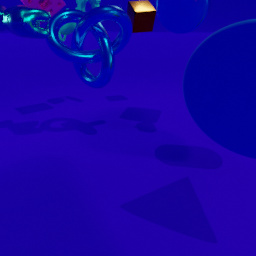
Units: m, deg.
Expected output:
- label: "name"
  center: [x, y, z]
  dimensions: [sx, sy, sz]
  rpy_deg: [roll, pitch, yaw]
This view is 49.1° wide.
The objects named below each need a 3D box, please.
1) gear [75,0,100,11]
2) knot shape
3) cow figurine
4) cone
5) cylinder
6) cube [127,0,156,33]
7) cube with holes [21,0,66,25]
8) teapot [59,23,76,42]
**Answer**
- label: "gear"
  center: [-1.309, -3.923, 9.242]
  dimensions: [1.071, 1.071, 0.198]
  rpy_deg: [17, 27, 38]
- label: "knot shape"
  center: [-1.054, -2.145, 6.874]
  dimensions: [1.949, 2.083, 0.962]
  rpy_deg: [25, 20, -8]
- label: "cow figurine"
  center: [-2.625, -2.433, 6.306]
  dimensions: [1.513, 0.844, 1.538]
  rpy_deg: [-1, 20, -28]
- label: "cone"
  center: [1.689, -0.732, 3.253]
  dimensions: [1.581, 1.581, 1.587]
  rpy_deg: [13, 44, 31]
- label: "cylinder"
  center: [1.478, -3.201, 7.264]
  dimensions: [1.264, 1.264, 1.264]
  rpy_deg: [7, 29, 17]
- label: "cube"
  center: [0.428, -3.800, 9.558]
  dimensions: [0.765, 0.765, 0.765]
  rpy_deg: [-10, 52, -16]
- label: "cube with holes"
  center: [-2.485, -3.661, 7.745]
  dimensions: [0.891, 0.891, 0.891]
  rpy_deg: [-40, 62, -1]
- label: "teapot"
  center: [-2.075, -3.517, 9.379]
  dimensions: [0.817, 1.314, 0.643]
  rpy_deg: [5, -13, 31]
